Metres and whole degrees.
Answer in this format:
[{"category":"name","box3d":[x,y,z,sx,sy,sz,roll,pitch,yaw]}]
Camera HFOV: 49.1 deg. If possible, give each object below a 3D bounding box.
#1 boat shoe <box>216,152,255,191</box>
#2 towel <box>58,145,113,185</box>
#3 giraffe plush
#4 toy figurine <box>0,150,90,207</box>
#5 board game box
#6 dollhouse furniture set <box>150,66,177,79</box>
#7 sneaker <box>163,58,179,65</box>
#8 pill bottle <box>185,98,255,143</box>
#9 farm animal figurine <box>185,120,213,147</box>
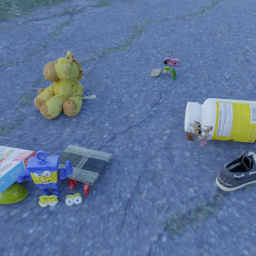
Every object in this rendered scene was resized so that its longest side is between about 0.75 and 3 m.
[{"category":"boat shoe","box3d":[4.107,1.262,9.344,2.601,0.816,0.945,-19,43,-22]},{"category":"towel","box3d":[-1.624,1.238,9.598,1.759,0.304,1.693,12,33,15]},{"category":"giraffe plush","box3d":[-2.795,-2.004,12.214,2.773,2.249,2.393,-22,44,-25]},{"category":"toy figurine","box3d":[-2.709,1.256,8.601,2.963,1.775,1.563,-1,39,-2]},{"category":"board game box","box3d":[-4.140,1.265,9.132,2.050,0.413,1.568,4,35,37]},{"category":"dollhouse furniture set","box3d":[1.879,-2.848,14.891,1.317,0.508,0.658,-3,42,28]},{"category":"sneaker","box3d":[2.445,-3.716,15.891,0.890,0.352,0.424,-1,50,1]},{"category":"pill bottle","box3d":[3.663,-0.316,10.679,2.836,1.578,1.578,6,40,7]},{"category":"farm animal figurine","box3d":[2.156,0.192,8.125,0.842,0.680,0.424,18,6,-28]}]
